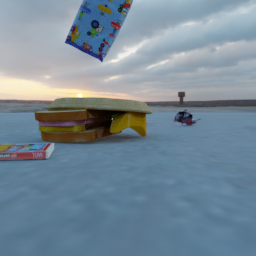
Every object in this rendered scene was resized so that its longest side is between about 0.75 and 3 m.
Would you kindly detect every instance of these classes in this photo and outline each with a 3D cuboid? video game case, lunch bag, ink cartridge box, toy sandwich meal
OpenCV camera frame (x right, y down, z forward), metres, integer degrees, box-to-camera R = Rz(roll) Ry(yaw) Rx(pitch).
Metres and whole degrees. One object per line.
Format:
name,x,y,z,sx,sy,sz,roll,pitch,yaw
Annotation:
video game case,-1.505,0.282,3.387,1.126,0.098,0.805,-1,4,-10
lunch bag,-0.517,-2.072,5.668,0.797,1.276,1.695,27,11,-7
ink cartridge box,-0.736,-0.647,10.654,0.565,0.971,1.333,4,5,7
toy sandwich meal,-0.576,-0.134,5.406,2.245,0.769,2.245,2,1,0

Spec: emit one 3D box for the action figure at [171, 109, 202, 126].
action figure,2.026,-0.242,9.533,0.662,0.736,0.988,35,3,31
